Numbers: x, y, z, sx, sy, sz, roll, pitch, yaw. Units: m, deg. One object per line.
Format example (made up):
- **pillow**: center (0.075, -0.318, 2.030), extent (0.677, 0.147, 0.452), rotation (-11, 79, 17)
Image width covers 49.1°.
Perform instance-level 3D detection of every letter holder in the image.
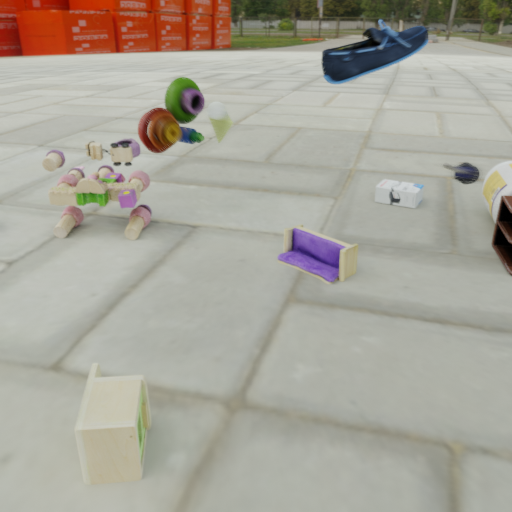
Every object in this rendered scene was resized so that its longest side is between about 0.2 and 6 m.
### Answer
- **letter holder**: center (5.236, -0.273, 9.430), extent (1.998, 1.005, 1.420), rotation (3, 27, 7)

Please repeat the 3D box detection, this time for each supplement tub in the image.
- **supplement tub**: center (5.167, -1.161, 11.062), extent (1.205, 1.205, 1.657), rotation (5, 26, 10)

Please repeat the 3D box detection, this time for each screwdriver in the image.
- **screwdriver**: center (2.086, -0.890, 5.859), extent (0.255, 0.244, 1.751), rotation (7, 7, 32)

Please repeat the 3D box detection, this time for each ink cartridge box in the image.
- **ink cartridge box**: center (3.197, -1.393, 12.525), extent (0.922, 0.386, 0.669), rotation (13, 28, 26)

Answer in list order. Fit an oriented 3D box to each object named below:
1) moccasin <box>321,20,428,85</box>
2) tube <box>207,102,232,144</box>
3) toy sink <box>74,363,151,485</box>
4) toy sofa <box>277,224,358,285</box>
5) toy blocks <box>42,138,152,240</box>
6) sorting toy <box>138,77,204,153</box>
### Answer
- **moccasin**: center (2.034, -3.538, 9.484), extent (1.943, 0.663, 0.782), rotation (-27, 30, -9)
- **tube**: center (-0.730, -2.745, 11.539), extent (0.419, 0.375, 1.445), rotation (-16, -6, 4)
- **toy sink**: center (-1.401, 1.641, 5.680), extent (0.597, 0.695, 1.066), rotation (-3, 24, -6)
- **toy sofa**: center (1.004, -0.051, 9.458), extent (0.658, 0.559, 1.349), rotation (-20, 32, -39)
- **toy blocks**: center (-2.961, -1.508, 10.892), extent (1.839, 1.967, 1.656), rotation (2, 31, 4)
- **sorting toy**: center (-1.480, -2.693, 11.114), extent (0.751, 1.099, 1.829), rotation (19, 62, 38)
